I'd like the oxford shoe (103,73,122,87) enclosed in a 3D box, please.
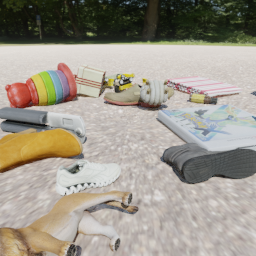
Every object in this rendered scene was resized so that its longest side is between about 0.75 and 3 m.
[{"bbox_3d":[-1.007,-2.329,14.051,1.751,0.658,0.506,-12,-19,-11],"label":"oxford shoe"}]

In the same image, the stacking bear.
[{"bbox_3d":[-3.305,-1.457,10.578,2.436,1.479,1.385,-20,27,-27],"label":"stacking bear"}]

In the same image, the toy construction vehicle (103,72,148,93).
[{"bbox_3d":[-0.370,-2.052,13.080,2.139,0.753,1.862,-19,23,-33],"label":"toy construction vehicle"}]

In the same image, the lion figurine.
[{"bbox_3d":[-0.970,1.348,3.682,1.453,0.860,2.373,3,5,30],"label":"lion figurine"}]

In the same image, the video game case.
[{"bbox_3d":[2.622,-0.053,7.888,2.672,0.322,2.931,-6,22,-16],"label":"video game case"}]

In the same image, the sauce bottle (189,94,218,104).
[{"bbox_3d":[2.936,-1.111,10.877,1.086,0.352,0.352,13,23,25],"label":"sauce bottle"}]

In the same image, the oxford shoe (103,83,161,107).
[{"bbox_3d":[0.159,-1.308,10.639,2.238,0.837,0.788,3,19,9],"label":"oxford shoe"}]

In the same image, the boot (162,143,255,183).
[{"bbox_3d":[1.733,0.581,5.880,1.811,0.632,1.192,0,14,-14],"label":"boot"}]

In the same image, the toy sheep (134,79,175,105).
[{"bbox_3d":[0.899,-1.226,9.618,1.407,0.970,0.970,2,20,-3],"label":"toy sheep"}]

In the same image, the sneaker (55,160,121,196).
[{"bbox_3d":[-0.707,0.837,5.245,1.314,0.533,0.494,-11,21,-32],"label":"sneaker"}]

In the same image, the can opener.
[{"bbox_3d":[-2.369,-0.068,7.376,2.872,0.756,0.955,10,23,26],"label":"can opener"}]

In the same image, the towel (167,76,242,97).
[{"bbox_3d":[3.413,-1.882,12.958,2.180,0.446,2.979,-11,25,-28],"label":"towel"}]

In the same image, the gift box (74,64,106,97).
[{"bbox_3d":[-1.704,-1.943,11.974,1.226,1.312,1.211,15,16,-2],"label":"gift box"}]

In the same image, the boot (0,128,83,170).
[{"bbox_3d":[-2.113,0.532,6.030,1.994,0.702,1.428,8,27,32],"label":"boot"}]
